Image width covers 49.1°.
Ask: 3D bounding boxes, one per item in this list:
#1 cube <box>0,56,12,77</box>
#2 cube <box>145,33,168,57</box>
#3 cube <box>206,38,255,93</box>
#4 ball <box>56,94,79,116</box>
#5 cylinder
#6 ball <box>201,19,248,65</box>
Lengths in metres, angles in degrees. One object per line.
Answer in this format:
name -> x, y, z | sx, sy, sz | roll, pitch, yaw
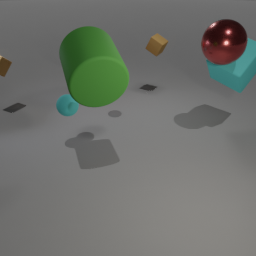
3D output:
cube -> -5.293, -2.591, 11.291 | 0.700, 0.700, 0.700 | 28, 0, 12
cube -> 1.406, -4.037, 13.610 | 0.700, 0.700, 0.700 | 38, 44, 7
cube -> 3.933, -2.410, 10.305 | 1.400, 1.400, 1.400 | 37, -1, 28
ball -> -1.920, -0.718, 8.895 | 0.700, 0.700, 0.700 | 0, 28, 0
cylinder -> -0.834, -1.452, 6.669 | 1.400, 1.400, 1.400 | -9, 48, -16
ball -> 3.047, -2.715, 8.906 | 1.400, 1.400, 1.400 | 0, 28, 0
